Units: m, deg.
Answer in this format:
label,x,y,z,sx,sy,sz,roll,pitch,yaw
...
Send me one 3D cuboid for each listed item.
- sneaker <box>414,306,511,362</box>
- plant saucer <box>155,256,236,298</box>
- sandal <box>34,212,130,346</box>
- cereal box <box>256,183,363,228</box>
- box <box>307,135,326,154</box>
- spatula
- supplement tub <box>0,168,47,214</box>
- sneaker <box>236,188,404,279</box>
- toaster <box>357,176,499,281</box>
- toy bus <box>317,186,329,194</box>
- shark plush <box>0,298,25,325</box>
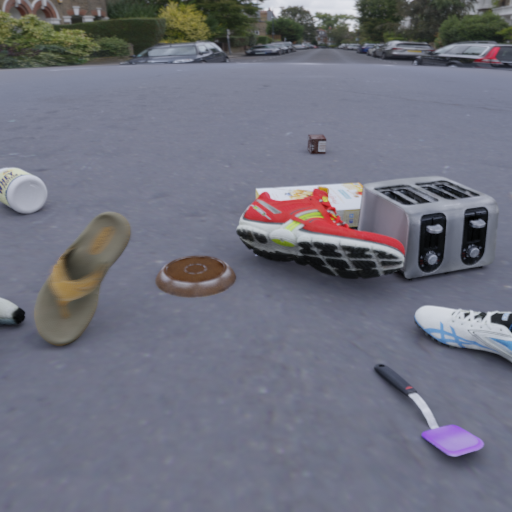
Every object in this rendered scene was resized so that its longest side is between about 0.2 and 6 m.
label,x,y,z,sx,sy,sz,roll,pitch,yaw
sneaker,3.381,1.055,8.205,2.126,0.770,0.764,16,30,34
plant saucer,-1.128,0.330,10.437,1.507,0.242,1.507,-1,25,0
sandal,-2.678,0.262,8.523,0.898,2.235,0.604,27,-12,2
cereal box,1.465,-1.188,13.374,2.722,0.538,1.959,-4,25,-10
box,2.078,-3.823,19.189,0.539,0.545,0.657,-2,24,-4
spatula,2.054,1.876,7.063,0.552,0.201,1.953,-7,25,-19
supplement tub,-5.911,-1.649,13.895,0.963,0.963,1.328,-22,33,-40
sneaker,1.195,-0.579,10.492,3.379,1.301,1.435,15,68,29
toaster,3.317,-0.648,11.197,2.097,1.376,2.319,-7,25,-18
toy bus,1.400,-1.169,12.078,0.204,0.625,0.245,1,19,-22
shark plush,-5.479,0.599,8.757,3.728,1.694,1.553,20,61,28
